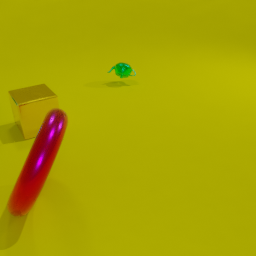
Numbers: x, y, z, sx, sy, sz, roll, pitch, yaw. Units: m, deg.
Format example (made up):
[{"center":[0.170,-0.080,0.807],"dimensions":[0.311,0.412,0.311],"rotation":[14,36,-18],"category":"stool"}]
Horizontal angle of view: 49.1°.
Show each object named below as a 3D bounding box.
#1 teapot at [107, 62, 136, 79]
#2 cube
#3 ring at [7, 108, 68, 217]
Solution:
[{"center":[-0.220,-2.032,10.039],"dimensions":[1.047,0.513,0.651],"rotation":[13,-8,6],"category":"teapot"},{"center":[-2.435,-0.462,7.367],"dimensions":[0.998,0.998,0.998],"rotation":[-18,36,-28],"category":"cube"},{"center":[-1.565,0.563,4.902],"dimensions":[0.393,1.963,1.963],"rotation":[24,27,-16],"category":"ring"}]
